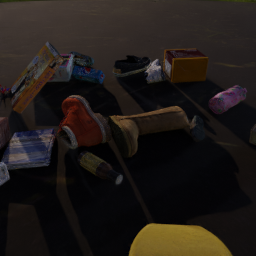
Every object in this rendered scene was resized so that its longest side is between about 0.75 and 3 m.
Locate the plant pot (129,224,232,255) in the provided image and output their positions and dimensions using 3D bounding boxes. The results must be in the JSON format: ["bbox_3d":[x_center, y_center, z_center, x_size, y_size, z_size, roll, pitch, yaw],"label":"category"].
[{"bbox_3d":[0.781,2.528,4.426,1.700,1.712,1.751,2,25,3],"label":"plant pot"}]

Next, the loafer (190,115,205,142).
[{"bbox_3d":[2.355,0.094,9.698,0.499,0.436,1.388,35,35,-9],"label":"loafer"}]

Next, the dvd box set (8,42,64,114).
[{"bbox_3d":[-3.809,-2.114,11.422,2.772,0.408,2.028,-48,39,7],"label":"dvd box set"}]

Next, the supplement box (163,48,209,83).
[{"bbox_3d":[2.913,-3.254,14.420,1.763,1.187,1.787,-5,31,-8],"label":"supplement box"}]

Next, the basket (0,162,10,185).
[{"bbox_3d":[-3.700,1.297,7.458,0.513,0.563,0.831,15,34,30],"label":"basket"}]

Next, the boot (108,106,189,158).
[{"bbox_3d":[0.838,-0.025,9.369,2.637,0.872,2.310,-8,32,-15],"label":"boot"}]

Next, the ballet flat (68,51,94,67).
[{"bbox_3d":[-2.881,-3.952,16.114,1.968,0.730,0.730,16,35,28],"label":"ballet flat"}]

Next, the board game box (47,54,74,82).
[{"bbox_3d":[-3.916,-3.184,14.707,1.832,0.798,2.483,-3,31,-3],"label":"board game box"}]

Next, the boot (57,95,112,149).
[{"bbox_3d":[-1.888,-0.245,9.594,1.485,1.039,2.769,-21,38,-26],"label":"boot"}]

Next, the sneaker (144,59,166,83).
[{"bbox_3d":[1.268,-2.871,14.183,0.982,0.840,2.256,-18,22,9],"label":"sneaker"}]

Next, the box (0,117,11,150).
[{"bbox_3d":[-4.397,0.354,8.183,1.180,0.883,2.357,-2,14,-4],"label":"box"}]

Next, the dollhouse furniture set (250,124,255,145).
[{"bbox_3d":[4.831,-0.045,8.902,1.092,1.441,1.644,30,65,36],"label":"dollhouse furniture set"}]

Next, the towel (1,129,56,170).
[{"bbox_3d":[-3.093,0.631,8.879,1.471,0.238,2.003,-5,29,-5],"label":"towel"}]

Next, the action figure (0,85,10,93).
[{"bbox_3d":[-5.555,-1.862,12.881,0.850,0.421,0.277,-22,37,-28],"label":"action figure"}]

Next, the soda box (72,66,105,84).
[{"bbox_3d":[-1.958,-2.631,13.852,1.553,0.527,0.498,14,74,24],"label":"soda box"}]

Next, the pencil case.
[{"bbox_3d":[4.033,-1.164,11.252,1.733,0.757,0.757,-26,39,-31],"label":"pencil case"}]

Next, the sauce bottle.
[{"bbox_3d":[-0.780,1.128,7.835,1.476,0.478,0.478,27,40,33],"label":"sauce bottle"}]

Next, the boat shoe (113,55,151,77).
[{"bbox_3d":[0.294,-3.520,15.195,1.037,0.865,2.780,25,38,38],"label":"boat shoe"}]
